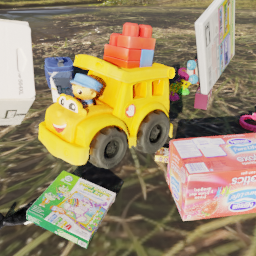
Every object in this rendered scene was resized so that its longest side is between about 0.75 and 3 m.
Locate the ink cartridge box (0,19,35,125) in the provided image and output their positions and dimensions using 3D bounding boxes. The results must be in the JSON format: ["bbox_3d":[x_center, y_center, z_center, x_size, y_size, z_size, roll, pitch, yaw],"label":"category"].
[{"bbox_3d":[-3.034,-1.191,6.806,1.053,1.823,2.497,-3,-11,-28],"label":"ink cartridge box"}]

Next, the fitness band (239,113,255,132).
[{"bbox_3d":[4.749,-0.173,10.188,1.302,0.244,0.935,20,41,33],"label":"fitness band"}]

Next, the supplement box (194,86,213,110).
[{"bbox_3d":[3.208,-1.349,11.890,0.531,0.683,1.239,11,31,20],"label":"supplement box"}]

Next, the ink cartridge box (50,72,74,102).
[{"bbox_3d":[-2.864,-1.810,12.258,0.820,1.122,0.824,-1,29,-2],"label":"ink cartridge box"}]

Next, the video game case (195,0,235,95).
[{"bbox_3d":[3.030,-2.946,9.529,0.302,2.741,2.495,19,57,34],"label":"video game case"}]

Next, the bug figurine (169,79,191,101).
[{"bbox_3d":[1.529,-1.865,12.619,2.235,0.742,2.882,23,27,23],"label":"bug figurine"}]

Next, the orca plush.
[{"bbox_3d":[-2.311,1.865,6.431,1.285,0.457,0.676,-4,30,-7],"label":"orca plush"}]

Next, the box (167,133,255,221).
[{"bbox_3d":[2.546,1.096,6.839,2.920,1.382,1.498,-5,30,-8],"label":"box"}]

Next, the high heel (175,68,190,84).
[{"bbox_3d":[2.935,-2.740,14.184,0.835,0.586,1.737,-29,23,38],"label":"high heel"}]

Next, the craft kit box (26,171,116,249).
[{"bbox_3d":[-1.239,1.783,6.422,1.496,0.363,1.477,21,31,10],"label":"craft kit box"}]

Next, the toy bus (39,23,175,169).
[{"bbox_3d":[-0.316,-0.757,5.563,2.653,2.547,1.800,-16,31,-40],"label":"toy bus"}]

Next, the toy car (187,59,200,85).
[{"bbox_3d":[3.486,-2.793,14.296,1.397,1.340,1.515,-9,2,-19],"label":"toy car"}]

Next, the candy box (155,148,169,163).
[{"bbox_3d":[1.261,0.844,8.479,0.822,0.232,0.480,6,31,14],"label":"candy box"}]

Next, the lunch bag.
[{"bbox_3d":[-3.398,-2.828,13.873,1.340,1.305,1.973,-11,30,-18],"label":"lunch bag"}]
